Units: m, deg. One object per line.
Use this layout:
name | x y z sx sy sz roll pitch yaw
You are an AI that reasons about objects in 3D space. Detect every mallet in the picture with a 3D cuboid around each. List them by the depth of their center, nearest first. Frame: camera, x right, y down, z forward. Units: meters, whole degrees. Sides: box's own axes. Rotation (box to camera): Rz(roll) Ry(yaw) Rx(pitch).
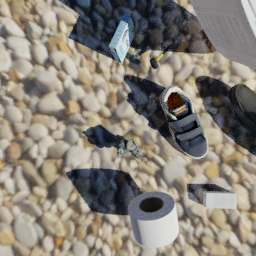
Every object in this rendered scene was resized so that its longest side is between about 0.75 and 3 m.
mallet | 0.911 -2.053 7.783 0.299 0.187 0.907 45 73 -38

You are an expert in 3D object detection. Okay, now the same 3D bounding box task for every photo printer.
photo printer | 2.591 -2.534 6.582 0.965 2.780 2.313 -38 117 6

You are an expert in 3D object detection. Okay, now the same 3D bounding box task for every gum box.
gum box | -0.138 -2.467 7.768 0.229 0.873 1.028 22 82 14

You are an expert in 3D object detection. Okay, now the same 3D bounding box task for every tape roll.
tape roll | 0.619 2.174 6.776 1.148 1.148 0.788 -11 111 -2

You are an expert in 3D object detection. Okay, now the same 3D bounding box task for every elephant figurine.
elephant figurine | 0.096 0.527 7.342 0.773 0.547 0.600 -4 117 0

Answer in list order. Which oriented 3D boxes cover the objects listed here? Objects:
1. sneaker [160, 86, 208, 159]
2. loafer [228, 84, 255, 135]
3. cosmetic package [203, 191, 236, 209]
sneaker | 1.477 -0.137 7.454 0.831 0.842 2.119 -29 84 -1
loafer | 3.604 -0.190 7.352 0.888 0.882 2.439 -36 87 -12
cosmetic package | 2.424 1.904 7.417 0.795 0.283 0.403 2 86 0
